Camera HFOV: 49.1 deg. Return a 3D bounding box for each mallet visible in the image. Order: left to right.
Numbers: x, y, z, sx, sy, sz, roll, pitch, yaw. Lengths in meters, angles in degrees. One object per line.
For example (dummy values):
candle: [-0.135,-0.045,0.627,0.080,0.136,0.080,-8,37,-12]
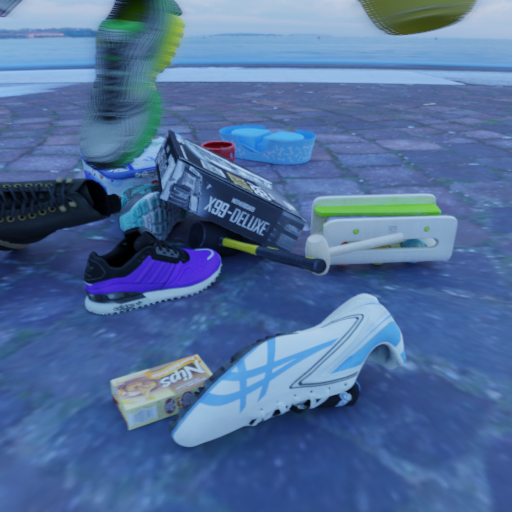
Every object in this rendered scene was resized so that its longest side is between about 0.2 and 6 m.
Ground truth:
mallet: [0.081,-0.073,8.089,2.500,0.514,0.823,15,5,40]

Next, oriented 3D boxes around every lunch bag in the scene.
lunch bag: [-2.519,-1.796,11.869,2.148,1.013,2.680,-15,27,-27]

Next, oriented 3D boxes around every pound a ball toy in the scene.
pound a ball toy: [1.723,-0.163,8.186,2.289,0.972,1.492,-3,30,-6]

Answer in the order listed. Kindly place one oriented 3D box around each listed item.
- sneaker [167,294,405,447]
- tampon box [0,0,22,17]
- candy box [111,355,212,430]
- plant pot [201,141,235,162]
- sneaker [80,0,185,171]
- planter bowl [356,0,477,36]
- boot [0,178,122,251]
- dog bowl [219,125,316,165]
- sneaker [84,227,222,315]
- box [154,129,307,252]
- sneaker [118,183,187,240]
sneaker: [0.392,1.170,5.311,2.543,0.914,0.922,-23,69,-25]
tampon box: [-3.964,-4.017,7.963,1.136,0.851,0.717,17,62,26]
candy box: [-0.904,1.335,5.573,0.942,0.260,0.544,-12,26,-26]
plant pot: [-0.901,-2.277,13.252,0.807,0.735,0.807,0,23,0]
sneaker: [-2.102,-2.817,8.541,1.209,3.099,1.320,13,-4,13]
planter bowl: [2.086,-3.378,7.078,2.219,0.924,2.219,-7,8,1]
boot: [-3.441,-0.797,7.763,2.028,1.136,2.932,-12,-2,14]
dog bowl: [0.281,-2.965,14.923,2.701,0.670,1.505,14,27,28]
sneaker: [-1.345,0.059,7.566,2.012,1.001,0.700,-17,28,-32]
box: [-0.559,-1.144,9.422,2.191,0.691,2.778,24,14,-19]
sneaker: [-1.974,-0.778,9.705,1.094,0.931,2.399,5,15,10]
